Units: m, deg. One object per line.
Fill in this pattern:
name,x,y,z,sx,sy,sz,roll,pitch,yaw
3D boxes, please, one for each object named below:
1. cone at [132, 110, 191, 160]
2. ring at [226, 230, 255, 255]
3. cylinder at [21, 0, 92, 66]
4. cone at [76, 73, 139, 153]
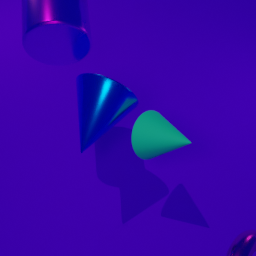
cone,0.815,0.214,5.584,1.063,1.059,1.059,10,55,47
ring,2.051,2.527,4.591,1.643,0.329,1.643,6,81,-40
cylinder,-1.421,-2.138,5.566,1.298,1.298,1.298,-8,69,-4
cone,-0.675,-0.131,5.689,1.401,1.401,1.406,18,73,9
